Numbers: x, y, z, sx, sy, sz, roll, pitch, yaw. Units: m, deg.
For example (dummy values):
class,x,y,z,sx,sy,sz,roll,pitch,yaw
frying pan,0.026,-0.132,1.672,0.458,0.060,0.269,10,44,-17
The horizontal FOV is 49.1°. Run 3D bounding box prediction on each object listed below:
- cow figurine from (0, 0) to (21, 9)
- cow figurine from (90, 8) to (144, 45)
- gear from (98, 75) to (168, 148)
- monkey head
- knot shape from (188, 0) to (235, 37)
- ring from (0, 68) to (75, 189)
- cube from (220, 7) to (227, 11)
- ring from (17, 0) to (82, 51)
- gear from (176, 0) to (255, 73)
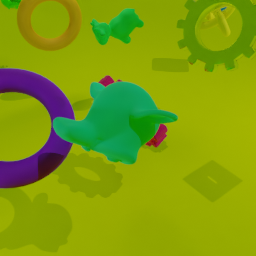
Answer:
class,x,y,z,sx,sy,sz,roll,pitch,yaw
cow figurine,-3.854,-4.392,8.583,1.407,1.430,0.785,-5,5,-32
cow figurine,-0.309,-2.655,7.265,1.194,1.213,0.666,12,41,-53
gear,0.026,-0.305,5.678,1.730,1.730,0.320,35,76,32
monkey head,-0.243,-0.157,3.635,1.249,1.047,1.737,22,5,-41
knot shape,2.120,-2.670,6.806,1.209,1.132,0.559,15,74,56
ring,-1.731,-0.050,4.174,1.886,0.377,1.886,6,67,-15
cube,3.237,-4.666,9.167,1.004,1.004,1.004,-25,33,23
ring,-2.221,-3.087,8.050,1.845,1.845,0.369,-18,47,-19
gear,1.947,-2.110,5.938,1.816,1.816,0.336,26,22,26
